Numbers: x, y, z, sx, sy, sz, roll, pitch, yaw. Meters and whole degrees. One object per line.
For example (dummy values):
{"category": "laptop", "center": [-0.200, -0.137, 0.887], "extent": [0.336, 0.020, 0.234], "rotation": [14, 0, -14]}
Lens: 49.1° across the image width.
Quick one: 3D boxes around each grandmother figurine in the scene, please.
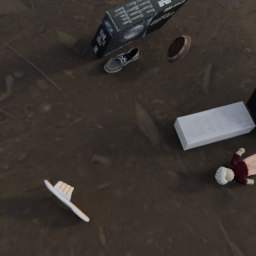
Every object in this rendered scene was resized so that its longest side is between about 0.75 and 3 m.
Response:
{"category": "grandmother figurine", "center": [2.988, 1.012, 7.176], "extent": [1.630, 0.494, 0.988], "rotation": [-19, 85, -9]}

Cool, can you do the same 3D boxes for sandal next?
{"category": "sandal", "center": [-1.401, 1.664, 6.770], "extent": [1.426, 0.546, 0.409], "rotation": [42, 70, -2]}

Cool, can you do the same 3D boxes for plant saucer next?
{"category": "plant saucer", "center": [1.601, -2.597, 9.105], "extent": [0.162, 1.008, 1.008], "rotation": [28, 50, -31]}

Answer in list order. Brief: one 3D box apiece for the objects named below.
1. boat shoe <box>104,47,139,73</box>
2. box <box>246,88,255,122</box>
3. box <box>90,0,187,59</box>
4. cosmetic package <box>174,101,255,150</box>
{"category": "boat shoe", "center": [-0.194, -2.361, 9.520], "extent": [1.397, 0.438, 0.508], "rotation": [-33, 86, -21]}
{"category": "box", "center": [4.747, -0.787, 7.441], "extent": [2.336, 1.728, 1.218], "rotation": [5, 43, -8]}
{"category": "box", "center": [0.339, -3.535, 9.241], "extent": [2.939, 2.354, 0.640], "rotation": [-32, 95, -20]}
{"category": "cosmetic package", "center": [2.445, -0.061, 7.984], "extent": [2.063, 0.522, 0.851], "rotation": [-14, 65, -9]}
